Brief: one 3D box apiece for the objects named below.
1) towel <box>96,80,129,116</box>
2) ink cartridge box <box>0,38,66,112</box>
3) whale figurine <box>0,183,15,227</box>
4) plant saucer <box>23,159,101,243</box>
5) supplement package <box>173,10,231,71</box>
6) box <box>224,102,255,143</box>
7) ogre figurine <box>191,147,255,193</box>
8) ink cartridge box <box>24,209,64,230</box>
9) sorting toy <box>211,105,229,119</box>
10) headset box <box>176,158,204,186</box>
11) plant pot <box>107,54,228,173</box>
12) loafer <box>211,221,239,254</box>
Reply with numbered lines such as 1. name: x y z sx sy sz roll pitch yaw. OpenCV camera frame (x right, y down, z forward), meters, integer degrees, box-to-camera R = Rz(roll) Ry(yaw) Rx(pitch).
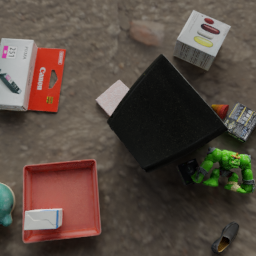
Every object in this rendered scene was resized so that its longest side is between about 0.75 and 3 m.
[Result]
1. towel: -0.398 -1.043 10.877 1.311 0.211 1.252 -41 78 -10
2. ink cartridge box: -3.868 -2.060 10.940 2.452 0.615 2.825 3 75 2
3. whale figurine: -4.785 2.912 9.354 1.779 1.160 2.236 20 76 5
4. plant saucer: -2.289 2.488 9.744 2.566 0.472 2.571 -5 72 -4
5. supplement package: 2.854 -3.407 10.988 1.576 1.159 1.507 27 77 8
6. box: 4.229 -0.219 10.552 1.027 0.313 1.274 33 74 11
7. ogre figurine: 3.422 1.451 9.801 2.254 1.106 1.351 11 87 11
8. ink cartridge box: -2.594 2.857 8.861 0.940 1.618 0.544 -1 76 -5
9. sorting toy: 3.092 -0.298 10.590 0.605 0.609 1.757 33 74 32
10. headset box: 2.237 1.620 10.095 0.721 0.384 0.828 -20 76 -5
11. plant pot: 1.043 -0.078 9.356 2.637 2.972 2.965 -39 79 -1
12. loafer: 3.377 3.742 9.502 0.470 0.466 1.290 38 78 10
